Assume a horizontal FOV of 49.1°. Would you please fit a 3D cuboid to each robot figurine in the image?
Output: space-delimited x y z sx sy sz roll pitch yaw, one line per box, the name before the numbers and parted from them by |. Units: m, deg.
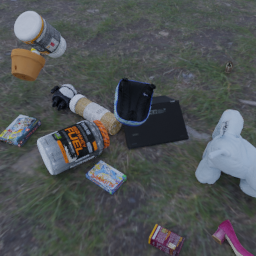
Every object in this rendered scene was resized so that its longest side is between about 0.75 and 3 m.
robot figurine | -2.747 -1.338 12.081 0.821 0.988 1.315 -4 38 29

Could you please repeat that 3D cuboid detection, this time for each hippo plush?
hippo plush | 3.663 0.842 8.467 2.390 2.973 2.368 25 70 13

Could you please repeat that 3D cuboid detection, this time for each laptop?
laptop | 0.844 -0.372 11.552 2.418 1.497 2.583 -9 72 -10

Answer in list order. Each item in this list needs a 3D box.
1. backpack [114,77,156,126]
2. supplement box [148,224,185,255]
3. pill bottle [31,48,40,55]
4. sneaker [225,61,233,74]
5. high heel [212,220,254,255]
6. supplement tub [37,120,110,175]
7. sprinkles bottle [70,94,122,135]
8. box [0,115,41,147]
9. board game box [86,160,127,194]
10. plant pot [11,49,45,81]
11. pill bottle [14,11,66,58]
backpack | 0.092 -0.489 5.837 0.799 0.642 0.873 11 76 -8
supplement box | 1.042 3.074 7.636 0.854 0.366 0.471 21 47 21
pill bottle | -5.096 -4.203 15.441 0.495 0.495 0.879 -4 43 -5
sneaker | 5.262 -3.230 14.447 0.383 0.410 1.086 14 45 14
high heel | 3.062 3.120 7.502 0.716 0.503 1.494 -39 41 -21
supplement tub | -1.833 0.585 9.616 2.204 1.350 1.350 -25 48 -23
sprinkles bottle | -1.315 -0.563 11.269 2.320 0.792 0.792 30 51 28
box | -4.199 0.084 10.955 0.956 0.264 1.399 14 44 14
board game box | -0.727 1.624 9.333 1.145 0.197 0.775 27 49 26
plant pot | -3.392 -2.049 9.354 1.096 1.096 0.767 8 80 9
pill bottle | -3.665 -3.909 12.022 1.270 2.183 1.270 -3 80 19
